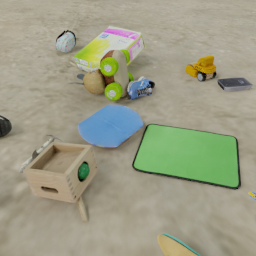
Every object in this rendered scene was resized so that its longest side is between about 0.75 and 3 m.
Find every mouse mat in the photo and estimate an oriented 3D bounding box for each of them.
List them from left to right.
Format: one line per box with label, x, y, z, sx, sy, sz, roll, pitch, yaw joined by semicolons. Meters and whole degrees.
mouse mat;1.789;0.718;8.419;2.974;0.112;2.393;8;36;13

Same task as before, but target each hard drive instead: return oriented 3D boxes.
hard drive;4.517;-1.851;11.892;1.255;0.266;0.846;-6;36;-8

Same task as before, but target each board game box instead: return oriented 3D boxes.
board game box;-0.538;0.027;9.164;1.643;0.405;2.080;30;50;29

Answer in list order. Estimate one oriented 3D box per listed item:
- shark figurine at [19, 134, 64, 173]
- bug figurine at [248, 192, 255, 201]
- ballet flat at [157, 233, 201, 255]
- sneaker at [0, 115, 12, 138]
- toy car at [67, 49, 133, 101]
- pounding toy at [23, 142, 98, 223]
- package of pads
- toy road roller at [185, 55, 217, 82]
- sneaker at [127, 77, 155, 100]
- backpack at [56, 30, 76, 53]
shark figurine;-2.288;0.733;7.875;0.625;1.498;0.895;44;9;-1
bug figurine;2.378;1.108;4.470;0.797;0.205;0.618;-11;14;-5
ballet flat;1.363;2.707;5.115;2.150;0.738;0.678;21;59;29
sneaker;-4.942;-0.356;9.247;2.555;0.967;1.118;5;30;7
toy car;-1.188;-2.084;11.136;2.334;1.841;1.917;-1;25;18
pounding toy;-1.496;1.272;6.971;1.606;1.142;1.478;4;33;23
package of pads;-0.777;-3.577;13.205;2.185;0.964;2.828;25;61;30
toy road roller;3.328;-2.805;12.578;0.864;1.027;1.407;-19;39;-25
sneaker;0.543;-1.578;11.173;0.755;0.665;1.694;17;38;27
backpack;-3.386;-4.676;15.336;0.776;1.022;1.225;20;46;20
